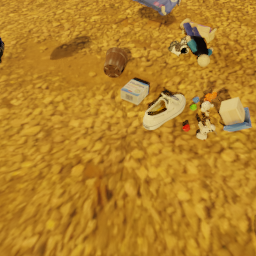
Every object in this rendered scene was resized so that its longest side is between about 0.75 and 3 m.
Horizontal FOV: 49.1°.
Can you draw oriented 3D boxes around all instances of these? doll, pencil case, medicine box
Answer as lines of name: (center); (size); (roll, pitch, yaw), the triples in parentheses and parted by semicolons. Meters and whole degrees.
doll: (3.054, -3.655, 12.161); (1.711, 0.608, 2.507); (16, 49, -32)
pencil case: (0.541, -4.283, 8.757); (2.318, 0.904, 1.007); (9, 72, -35)
medicine box: (0.247, -1.320, 10.191); (0.737, 0.416, 0.809); (24, 50, 22)

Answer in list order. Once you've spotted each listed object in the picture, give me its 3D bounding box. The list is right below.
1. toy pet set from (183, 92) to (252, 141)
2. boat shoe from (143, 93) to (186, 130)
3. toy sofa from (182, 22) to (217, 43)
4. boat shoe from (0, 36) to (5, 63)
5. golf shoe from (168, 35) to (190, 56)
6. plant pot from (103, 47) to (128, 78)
toy pet set: (2.941, -0.308, 9.086); (1.782, 1.013, 1.908); (-15, 30, 37)
boat shoe: (1.250, -0.785, 9.334); (2.010, 0.857, 0.743); (-33, 53, -29)
toy sofa: (3.395, -4.730, 13.404); (1.536, 0.749, 0.636); (29, 52, 27)
boat shoe: (-3.382, -2.028, 6.805); (0.703, 0.881, 2.330); (-16, 10, -27)
golf shoe: (2.537, -3.623, 12.491); (1.603, 0.623, 0.757); (-31, 69, -24)
plant pot: (-0.537, -2.550, 11.160); (0.941, 0.941, 0.931); (8, 54, 8)
